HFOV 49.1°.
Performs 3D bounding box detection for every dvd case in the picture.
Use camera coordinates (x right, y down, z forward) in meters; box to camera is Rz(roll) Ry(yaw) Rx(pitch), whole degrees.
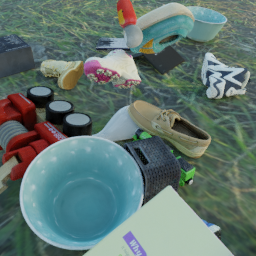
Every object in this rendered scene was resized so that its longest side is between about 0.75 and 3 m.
[{"bbox_3d":[-0.621,-3.990,13.369,1.668,0.206,1.254,2,38,2],"label":"dvd case"}]

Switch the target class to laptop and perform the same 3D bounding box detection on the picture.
[{"bbox_3d":[1.116,-2.931,12.104,1.872,1.085,1.753,47,53,9],"label":"laptop"}]

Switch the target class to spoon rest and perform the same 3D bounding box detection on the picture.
[{"bbox_3d":[-0.311,-0.086,8.045,2.700,0.819,1.342,-10,39,-34],"label":"spoon rest"}]

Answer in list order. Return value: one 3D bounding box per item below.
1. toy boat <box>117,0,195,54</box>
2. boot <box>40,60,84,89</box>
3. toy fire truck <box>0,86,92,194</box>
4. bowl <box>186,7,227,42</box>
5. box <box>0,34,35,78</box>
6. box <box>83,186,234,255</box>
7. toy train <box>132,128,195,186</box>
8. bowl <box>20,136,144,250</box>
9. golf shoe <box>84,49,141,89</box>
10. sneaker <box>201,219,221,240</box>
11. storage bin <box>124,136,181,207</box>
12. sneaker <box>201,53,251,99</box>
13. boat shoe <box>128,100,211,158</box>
[{"bbox_3d":[0.485,-2.150,6.298,1.739,0.961,2.068,-18,-6,36],"label":"toy boat"},{"bbox_3d":[-2.619,-2.049,10.466,1.479,0.693,1.903,7,37,9],"label":"boot"},{"bbox_3d":[-2.662,0.530,6.550,2.998,1.929,2.639,-20,42,-39],"label":"toy fire truck"},{"bbox_3d":[3.600,-5.057,13.842,2.180,1.140,2.180,7,41,-6],"label":"bowl"},{"bbox_3d":[-4.912,-2.938,11.346,1.631,1.011,1.604,-25,44,-29],"label":"box"},{"bbox_3d":[0.343,2.434,3.421,2.487,1.202,2.188,-38,56,-10],"label":"box"},{"bbox_3d":[0.827,0.660,7.061,0.439,0.594,2.106,-26,45,-29],"label":"toy train"},{"bbox_3d":[-0.837,1.361,5.476,2.203,1.152,2.203,2,53,-3],"label":"bowl"},{"bbox_3d":[-0.417,-1.569,7.034,0.775,0.941,2.057,-11,-6,28],"label":"golf shoe"},{"bbox_3d":[0.730,2.260,5.015,2.014,0.791,0.898,-23,28,-30],"label":"sneaker"},{"bbox_3d":[0.431,1.076,5.708,0.741,1.580,1.068,-13,40,-18],"label":"storage bin"},{"bbox_3d":[3.562,-1.915,10.111,1.524,0.935,2.342,3,38,2],"label":"sneaker"},{"bbox_3d":[1.094,-0.157,7.502,2.383,0.769,0.849,31,51,12],"label":"boat shoe"}]
